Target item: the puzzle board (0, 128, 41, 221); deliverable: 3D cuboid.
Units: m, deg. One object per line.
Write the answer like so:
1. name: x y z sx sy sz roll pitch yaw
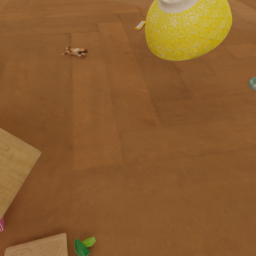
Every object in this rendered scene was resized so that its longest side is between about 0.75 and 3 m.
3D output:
1. puzzle board: -2.627 0.472 4.418 2.036 0.177 1.534 33 48 -14

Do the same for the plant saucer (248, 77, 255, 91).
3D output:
1. plant saucer: 4.870 -1.567 9.964 1.110 0.152 1.110 0 40 0

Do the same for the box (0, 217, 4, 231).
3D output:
1. box: -4.274 1.136 5.840 2.859 1.382 2.514 -13 42 -14

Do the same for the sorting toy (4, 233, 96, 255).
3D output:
1. sorting toy: -1.380 2.533 5.084 1.701 0.250 1.258 -12 37 -9

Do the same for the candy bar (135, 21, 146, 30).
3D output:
1. candy bar: 0.648 -5.226 14.261 0.289 0.129 1.161 14 42 16

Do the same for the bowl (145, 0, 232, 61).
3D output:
1. bowl: 1.427 -3.066 7.296 2.362 1.271 2.362 -11 59 18

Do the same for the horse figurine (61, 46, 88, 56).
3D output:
1. horse figurine: -2.149 -3.177 11.663 1.259 0.314 0.834 8 25 22
